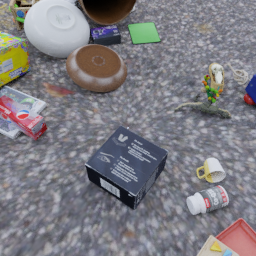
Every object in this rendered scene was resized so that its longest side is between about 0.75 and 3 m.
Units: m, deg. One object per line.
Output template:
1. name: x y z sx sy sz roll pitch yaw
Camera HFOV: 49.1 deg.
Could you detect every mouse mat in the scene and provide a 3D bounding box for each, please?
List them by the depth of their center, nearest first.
1. mouse mat: 0.723 -4.359 12.822 1.303 0.061 1.620 -7 51 -5

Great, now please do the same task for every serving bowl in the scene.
1. serving bowl: -2.813 -4.279 11.518 2.699 0.888 2.699 8 68 -20

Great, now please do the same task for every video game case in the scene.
1. video game case: -4.126 -0.606 9.757 1.891 0.221 1.720 22 55 16

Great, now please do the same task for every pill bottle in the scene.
1. pill bottle: 2.127 1.953 7.530 0.982 0.559 0.559 -15 53 -11

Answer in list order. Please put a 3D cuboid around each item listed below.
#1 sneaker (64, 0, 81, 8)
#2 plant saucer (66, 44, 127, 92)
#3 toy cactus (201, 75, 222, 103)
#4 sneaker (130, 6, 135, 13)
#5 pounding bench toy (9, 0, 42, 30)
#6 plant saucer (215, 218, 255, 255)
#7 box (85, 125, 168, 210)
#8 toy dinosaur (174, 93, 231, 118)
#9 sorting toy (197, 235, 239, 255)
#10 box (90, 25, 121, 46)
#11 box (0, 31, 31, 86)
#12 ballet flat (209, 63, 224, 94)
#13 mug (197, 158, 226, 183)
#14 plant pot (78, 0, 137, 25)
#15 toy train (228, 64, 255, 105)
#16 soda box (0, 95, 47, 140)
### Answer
1. sneaker: -2.583 -6.017 13.691 2.076 0.780 1.193 -31 58 -16
2. plant saucer: -1.145 -2.436 10.707 2.399 0.439 2.399 8 57 -12
3. toy cactus: 2.784 -1.363 9.658 0.513 0.827 1.002 -34 101 -6
4. sneaker: -0.460 -5.835 13.481 0.734 0.835 1.972 36 60 26
5. pounding bench toy: -4.490 -5.082 12.617 1.584 1.261 2.031 -2 52 -2
6. plant saucer: 2.749 3.164 6.765 1.431 0.263 1.434 -28 56 -20
7. box: -0.014 1.079 7.933 1.653 0.987 1.681 29 57 21
8. toy dinosaur: 2.668 -0.844 9.829 1.955 0.464 0.862 9 59 11
9. sorting toy: 2.011 3.155 6.507 0.812 0.162 1.098 34 58 23
10. box: -0.995 -4.048 12.318 1.206 0.476 0.851 -13 56 -10
11. box: -5.177 -2.602 10.319 2.067 1.309 2.147 22 41 17
12. ballet flat: 3.436 -2.028 10.664 0.603 0.554 1.758 5 52 3
13. mug: 2.410 1.187 8.160 0.706 0.565 0.579 3 44 -6
14. plant pot: -1.367 -6.409 12.460 2.660 2.660 2.846 -23 47 -17
15. toy train: 5.024 -1.476 9.914 1.682 1.230 2.907 -8 51 -20
16. soda box: -3.494 -0.354 9.038 1.801 0.630 0.571 28 57 19
